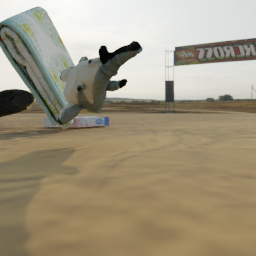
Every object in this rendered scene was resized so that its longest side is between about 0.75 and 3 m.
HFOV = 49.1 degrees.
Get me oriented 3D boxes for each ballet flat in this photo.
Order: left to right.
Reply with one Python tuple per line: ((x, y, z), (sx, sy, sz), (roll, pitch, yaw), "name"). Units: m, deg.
((-3.371, -0.581, 7.476), (2.040, 0.678, 0.580), (-13, -13, 10), "ballet flat")

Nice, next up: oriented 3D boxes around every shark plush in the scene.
((-0.326, -0.613, 3.335), (0.667, 0.728, 1.603), (9, -34, -28), "shark plush")

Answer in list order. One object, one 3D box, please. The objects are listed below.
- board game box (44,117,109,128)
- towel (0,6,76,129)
((-1.370, -0.171, 7.564), (1.241, 0.269, 1.234), (1, 4, 33), "board game box")
((-1.834, -1.431, 6.483), (0.596, 2.475, 2.118), (-19, 28, 11), "towel")
